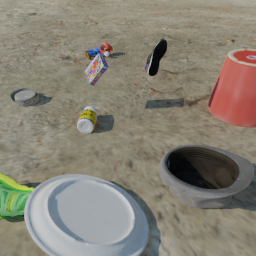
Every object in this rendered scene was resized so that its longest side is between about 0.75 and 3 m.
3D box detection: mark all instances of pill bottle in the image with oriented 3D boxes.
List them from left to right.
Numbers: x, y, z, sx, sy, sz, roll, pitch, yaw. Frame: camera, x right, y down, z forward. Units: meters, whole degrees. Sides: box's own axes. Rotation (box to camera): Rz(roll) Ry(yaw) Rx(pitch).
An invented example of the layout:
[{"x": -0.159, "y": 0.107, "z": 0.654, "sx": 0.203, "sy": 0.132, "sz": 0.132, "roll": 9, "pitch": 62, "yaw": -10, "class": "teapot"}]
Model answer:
[{"x": -1.463, "y": -0.328, "z": 10.255, "sx": 0.604, "sy": 0.604, "sz": 1.058, "roll": 2, "pitch": 34, "yaw": 3, "class": "pill bottle"}]

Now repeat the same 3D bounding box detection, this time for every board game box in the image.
[{"x": -1.135, "y": -2.091, "z": 10.007, "sx": 0.217, "sy": 0.971, "sz": 0.653, "roll": 8, "pitch": 50, "yaw": -42, "class": "board game box"}]

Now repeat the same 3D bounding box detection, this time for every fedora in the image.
[{"x": 1.958, "y": 1.381, "z": 7.357, "sx": 2.357, "sy": 1.064, "sz": 2.085, "roll": 11, "pitch": 34, "yaw": 27, "class": "fedora"}]

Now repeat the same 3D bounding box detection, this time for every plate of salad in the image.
[{"x": -0.920, "y": 2.106, "z": 6.531, "sx": 2.896, "sy": 0.696, "sz": 2.896, "roll": 18, "pitch": 24, "yaw": -8, "class": "plate of salad"}]

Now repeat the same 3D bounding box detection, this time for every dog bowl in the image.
[{"x": -4.342, "y": -1.302, "z": 11.893, "sx": 1.174, "sy": 0.344, "sz": 1.174, "roll": 0, "pitch": 35, "yaw": 0, "class": "dog bowl"}]

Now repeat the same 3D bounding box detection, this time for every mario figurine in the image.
[{"x": -1.619, "y": -4.329, "z": 16.237, "sx": 1.618, "sy": 0.858, "sz": 0.999, "roll": -22, "pitch": 75, "yaw": -12, "class": "mario figurine"}]

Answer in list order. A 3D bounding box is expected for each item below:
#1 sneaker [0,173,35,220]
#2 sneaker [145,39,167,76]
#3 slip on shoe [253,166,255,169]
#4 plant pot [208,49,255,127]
[{"x": -2.754, "y": 1.924, "z": 6.933, "sx": 2.424, "sy": 0.898, "sz": 1.013, "roll": 15, "pitch": 53, "yaw": 24, "class": "sneaker"}, {"x": 0.863, "y": -2.426, "z": 9.423, "sx": 0.476, "sy": 1.258, "sz": 0.551, "roll": 9, "pitch": 26, "yaw": -30, "class": "sneaker"}, {"x": 3.225, "y": 1.054, "z": 8.470, "sx": 1.157, "sy": 0.354, "sz": 0.428, "roll": 17, "pitch": 36, "yaw": 20, "class": "slip on shoe"}, {"x": 4.532, "y": -1.651, "z": 10.719, "sx": 2.571, "sy": 2.275, "sz": 2.571, "roll": 0, "pitch": 34, "yaw": 0, "class": "plant pot"}]
